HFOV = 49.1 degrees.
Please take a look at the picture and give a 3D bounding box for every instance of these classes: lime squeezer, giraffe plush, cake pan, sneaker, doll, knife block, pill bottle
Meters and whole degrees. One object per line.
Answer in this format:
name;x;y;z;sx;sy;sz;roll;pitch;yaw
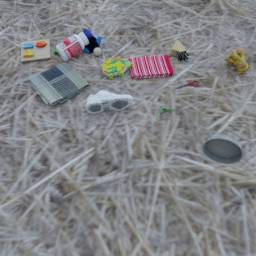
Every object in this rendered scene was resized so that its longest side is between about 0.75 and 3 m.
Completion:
lime squeezer;1.523;-0.696;12.054;0.970;0.183;0.342;-31;90;-21
giraffe plush;5.368;-3.104;13.437;1.141;0.985;0.925;6;57;-41
cake pan;2.855;0.637;8.445;1.194;1.194;0.219;18;53;13
sneaker;-0.822;-1.292;12.087;2.060;0.803;1.024;-5;51;-5
doll;-1.929;-4.475;14.486;1.378;0.490;2.020;-34;61;0
knife block;2.736;-3.875;14.177;1.014;0.370;1.155;21;57;14
pill bottle;-2.728;-4.065;13.857;1.503;0.843;0.843;-36;61;-9

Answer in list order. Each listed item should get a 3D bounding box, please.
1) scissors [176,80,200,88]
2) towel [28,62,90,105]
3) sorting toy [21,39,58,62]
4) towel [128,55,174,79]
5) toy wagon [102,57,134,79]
scissors;2.767;-2.038;13.050;1.207;0.084;0.442;-5;57;-2
towel;-3.190;-2.035;12.932;2.107;0.378;2.188;-32;58;-24
sorting toy;-4.409;-4.085;14.357;2.138;0.315;1.581;-9;55;-6
towel;1.100;-3.016;13.650;2.042;0.230;1.477;-5;54;-4
toy wagon;-0.488;-2.976;13.494;1.517;0.300;1.177;-13;55;1
